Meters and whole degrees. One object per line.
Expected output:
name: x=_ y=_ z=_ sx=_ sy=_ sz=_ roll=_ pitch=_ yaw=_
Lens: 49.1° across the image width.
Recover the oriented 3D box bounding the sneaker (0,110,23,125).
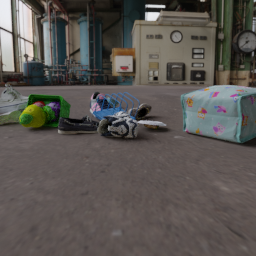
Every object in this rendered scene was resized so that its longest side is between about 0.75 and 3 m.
sneaker: x=-4.971 y=-0.424 z=11.611 sx=0.602 sy=0.512 sz=1.360 roll=-6 pitch=6 yaw=39

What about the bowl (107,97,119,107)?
bowl: x=-0.950 y=-1.510 z=16.911 sx=0.766 sy=0.401 sz=0.766 roll=24 pitch=0 yaw=0

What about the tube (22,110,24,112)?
tube: x=-4.828 y=-0.569 z=12.531 sx=1.844 sy=0.465 sz=0.714 roll=-7 pitch=-2 yaw=-14

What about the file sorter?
file sorter: x=-0.442 y=-0.827 z=11.379 sx=1.542 sy=0.946 sz=1.070 roll=-14 pitch=41 yaw=-45

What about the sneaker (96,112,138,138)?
sneaker: x=-0.542 y=-0.150 z=9.301 sx=1.207 sy=0.741 sz=1.855 roll=5 pitch=18 yaw=-23

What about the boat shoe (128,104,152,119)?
boat shoe: x=0.661 y=-0.748 z=12.946 sx=0.493 sy=0.596 sz=1.658 roll=14 pitch=21 yaw=34

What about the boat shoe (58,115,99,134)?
boat shoe: x=-1.478 y=-0.152 z=9.752 sx=1.882 sy=0.590 sz=0.684 roll=-4 pitch=12 yaw=-20

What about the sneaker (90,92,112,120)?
sneaker: x=-1.176 y=-0.994 z=12.743 sx=0.875 sy=1.023 sz=2.494 roll=-5 pitch=19 yaw=-28

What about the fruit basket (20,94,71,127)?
fruit basket: x=-3.371 y=-0.632 z=10.799 sx=1.927 sy=1.390 sz=1.927 roll=8 pitch=-5 yaw=1

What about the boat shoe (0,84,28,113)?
boat shoe: x=-5.174 y=-1.324 z=12.260 sx=2.888 sy=1.231 sz=1.067 roll=-7 pitch=7 yaw=10

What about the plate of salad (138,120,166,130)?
plate of salad: x=0.858 y=-0.109 z=10.303 sx=1.108 sy=0.266 sz=1.108 roll=5 pitch=5 yaw=0

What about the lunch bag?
lunch bag: x=3.526 y=-0.607 z=9.328 sx=2.769 sy=1.688 sz=2.359 roll=-15 pitch=17 yaw=-35
